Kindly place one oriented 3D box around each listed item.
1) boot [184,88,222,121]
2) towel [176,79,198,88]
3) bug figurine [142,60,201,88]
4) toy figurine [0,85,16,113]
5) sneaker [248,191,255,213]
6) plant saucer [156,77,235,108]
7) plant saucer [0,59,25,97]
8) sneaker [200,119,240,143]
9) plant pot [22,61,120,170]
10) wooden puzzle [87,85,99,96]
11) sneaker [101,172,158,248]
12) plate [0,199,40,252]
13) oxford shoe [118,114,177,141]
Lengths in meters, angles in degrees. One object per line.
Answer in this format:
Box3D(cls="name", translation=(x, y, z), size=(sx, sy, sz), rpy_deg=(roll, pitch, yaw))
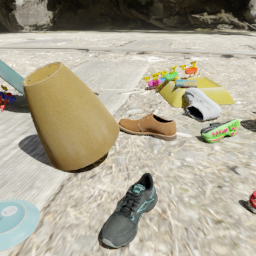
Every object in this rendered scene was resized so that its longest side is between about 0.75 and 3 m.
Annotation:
Box3D(cls="boot", translation=(2.542, -0.914, 10.573), size=(0.918, 0.707, 1.921), rpy_deg=(-14, 37, -26))
Box3D(cls="towel", translation=(2.545, -1.925, 12.193), size=(0.923, 0.137, 1.258), rpy_deg=(4, 21, 9))
Box3D(cls="bug figurine", translation=(2.031, -2.504, 13.688), size=(2.139, 0.710, 2.759), rpy_deg=(-20, 6, -40))
Box3D(cls="toy figurine", translation=(-5.464, -1.222, 11.719), size=(2.045, 1.079, 1.225), rpy_deg=(11, -3, 17))
Box3D(cls="sneaker", translation=(2.980, 1.542, 5.431), size=(1.198, 0.509, 0.461), rpy_deg=(11, 26, 24))
Box3D(cls="plant saucer", translation=(2.971, -1.757, 12.701), size=(2.797, 0.678, 2.798), rpy_deg=(-3, 24, -9))
Box3D(cls="plant saucer", translation=(-4.180, -1.677, 10.893), size=(0.521, 2.896, 2.896), rpy_deg=(-52, 42, -8))
Box3D(cls="sneaker", translation=(2.936, -0.013, 8.848), size=(1.572, 0.603, 0.658), rpy_deg=(-13, 31, -30))
Box3D(cls="plant pot", translation=(-1.576, -0.429, 7.015), size=(2.065, 2.216, 2.065), rpy_deg=(-17, 36, 13))
Box3D(cls="wooden puzzle", translation=(-2.983, -1.693, 12.552), size=(2.704, 0.626, 2.505), rpy_deg=(-4, 23, -32))
Box3D(cls="sneaker", translation=(0.033, 1.492, 5.344), size=(0.660, 0.694, 1.751), rpy_deg=(14, 28, 24))
Box3D(cls="plate", translation=(-2.437, 1.763, 5.341), size=(1.445, 0.185, 1.445), rpy_deg=(-1, 24, 0))
Box3D(cls="oxford shoe", translation=(0.603, -0.158, 9.050), size=(2.031, 0.724, 0.724), rpy_deg=(8, 26, 22))
